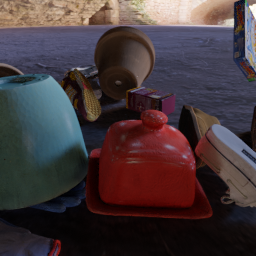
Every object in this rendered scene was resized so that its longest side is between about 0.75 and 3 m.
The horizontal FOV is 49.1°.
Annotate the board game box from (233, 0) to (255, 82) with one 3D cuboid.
[{"bbox_3d":[3.869,-2.818,9.090,0.380,2.203,1.491,-8,-25,39],"label":"board game box"}]

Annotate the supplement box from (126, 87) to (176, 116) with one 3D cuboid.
[{"bbox_3d":[0.800,-0.956,10.074,1.584,0.678,0.874,19,31,36],"label":"supplement box"}]

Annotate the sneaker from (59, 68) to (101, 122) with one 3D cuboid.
[{"bbox_3d":[-1.794,-0.971,9.906,1.158,0.963,2.570,-35,47,13],"label":"sneaker"}]

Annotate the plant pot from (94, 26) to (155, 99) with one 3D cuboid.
[{"bbox_3d":[-0.266,-2.448,11.597,2.703,2.703,2.357,3,44,7],"label":"plant pot"}]

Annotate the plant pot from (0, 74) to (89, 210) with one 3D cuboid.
[{"bbox_3d":[-2.249,0.037,5.886,2.626,2.108,2.626,-5,20,2],"label":"plant pot"}]

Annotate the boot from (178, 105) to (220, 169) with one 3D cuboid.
[{"bbox_3d":[2.011,0.146,7.388,1.131,1.103,2.997,13,24,3],"label":"boot"}]

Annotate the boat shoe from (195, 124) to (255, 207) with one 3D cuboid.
[{"bbox_3d":[2.232,1.113,5.396,2.445,1.042,0.903,45,37,18],"label":"boat shoe"}]

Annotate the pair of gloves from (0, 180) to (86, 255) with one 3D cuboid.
[{"bbox_3d":[-2.018,1.568,5.060,2.237,0.317,2.782,5,26,7],"label":"pair of gloves"}]

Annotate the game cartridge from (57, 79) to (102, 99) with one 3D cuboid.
[{"bbox_3d":[-2.511,-1.492,11.496,2.700,0.552,1.797,-6,22,-12],"label":"game cartridge"}]

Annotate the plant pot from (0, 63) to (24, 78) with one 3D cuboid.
[{"bbox_3d":[-4.191,-0.777,8.459,1.846,2.116,2.116,-2,19,38],"label":"plant pot"}]

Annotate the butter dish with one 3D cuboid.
[{"bbox_3d":[0.392,0.476,5.523,2.318,1.718,2.325,4,24,-6],"label":"butter dish"}]

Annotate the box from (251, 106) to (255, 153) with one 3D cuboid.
[{"bbox_3d":[3.926,0.209,7.361,1.168,0.874,2.332,9,28,18],"label":"box"}]

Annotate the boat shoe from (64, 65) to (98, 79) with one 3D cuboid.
[{"bbox_3d":[-1.981,-2.564,13.746,0.883,0.752,2.640,-26,0,40],"label":"boat shoe"}]
